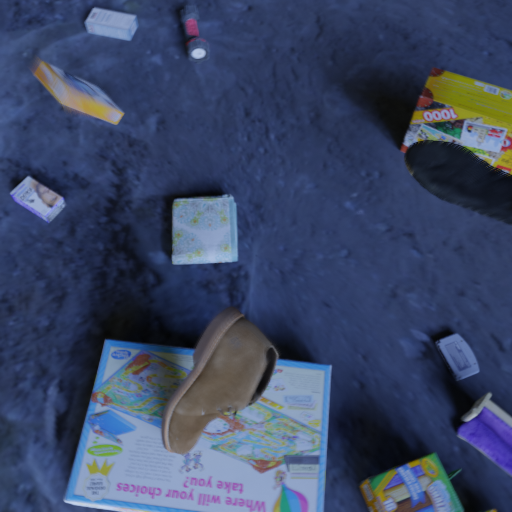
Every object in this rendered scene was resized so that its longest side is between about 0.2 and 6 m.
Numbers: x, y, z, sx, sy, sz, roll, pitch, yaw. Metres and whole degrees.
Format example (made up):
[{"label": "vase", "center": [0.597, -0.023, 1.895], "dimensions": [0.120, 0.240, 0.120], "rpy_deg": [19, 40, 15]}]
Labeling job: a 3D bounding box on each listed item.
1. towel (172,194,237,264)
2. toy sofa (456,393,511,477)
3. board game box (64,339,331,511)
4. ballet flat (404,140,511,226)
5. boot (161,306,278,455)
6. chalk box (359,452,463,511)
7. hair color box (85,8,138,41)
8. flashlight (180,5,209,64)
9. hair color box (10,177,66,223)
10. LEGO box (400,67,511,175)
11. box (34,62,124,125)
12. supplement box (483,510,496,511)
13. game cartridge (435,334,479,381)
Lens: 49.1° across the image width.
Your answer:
[{"label": "towel", "center": [-1.007, -0.520, 10.980], "dimensions": [1.263, 0.355, 1.476], "rpy_deg": [-4, 62, 1]}, {"label": "toy sofa", "center": [4.024, 2.975, 8.940], "dimensions": [1.474, 0.611, 0.719], "rpy_deg": [40, 68, 19]}, {"label": "board game box", "center": [-0.800, 2.841, 8.980], "dimensions": [3.823, 0.654, 2.570], "rpy_deg": [6, 62, 3]}, {"label": "ballet flat", "center": [3.670, -1.080, 9.168], "dimensions": [2.823, 0.802, 0.938], "rpy_deg": [34, 96, 27]}, {"label": "boot", "center": [-0.555, 1.994, 7.761], "dimensions": [0.967, 2.562, 0.943], "rpy_deg": [35, 27, 19]}, {"label": "chalk box", "center": [2.439, 3.585, 8.447], "dimensions": [1.441, 0.899, 0.893], "rpy_deg": [-17, 63, -8]}, {"label": "hair color box", "center": [-3.542, -5.685, 13.750], "dimensions": [1.110, 0.336, 0.549], "rpy_deg": [13, 63, 6]}, {"label": "flashlight", "center": [-1.485, -5.374, 13.467], "dimensions": [0.548, 0.550, 1.619], "rpy_deg": [-7, 62, -7]}, {"label": "hair color box", "center": [-4.401, -1.142, 11.326], "dimensions": [0.970, 0.314, 0.530], "rpy_deg": [31, 65, 13]}, {"label": "LEGO box", "center": [4.300, -2.572, 11.295], "dimensions": [2.291, 1.706, 0.884], "rpy_deg": [21, 64, 11]}, {"label": "box", "center": [-3.546, -3.297, 11.560], "dimensions": [1.055, 1.772, 0.367], "rpy_deg": [45, 108, 23]}, {"label": "supplement box", "center": [3.682, 4.348, 8.208], "dimensions": [1.085, 0.590, 0.594], "rpy_deg": [38, 68, 18]}, {"label": "game cartridge", "center": [3.557, 1.770, 9.858], "dimensions": [0.503, 0.154, 0.755], "rpy_deg": [-20, 64, -6]}]
